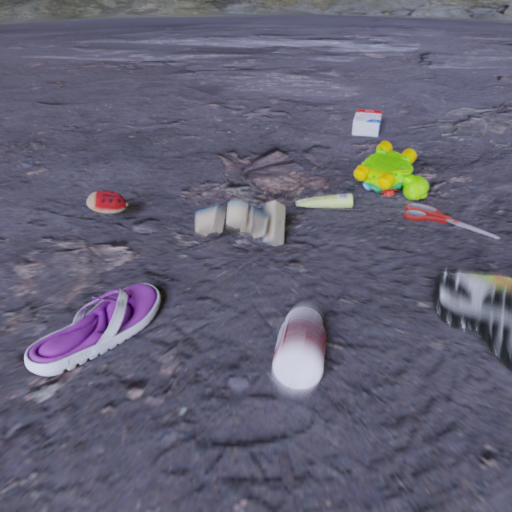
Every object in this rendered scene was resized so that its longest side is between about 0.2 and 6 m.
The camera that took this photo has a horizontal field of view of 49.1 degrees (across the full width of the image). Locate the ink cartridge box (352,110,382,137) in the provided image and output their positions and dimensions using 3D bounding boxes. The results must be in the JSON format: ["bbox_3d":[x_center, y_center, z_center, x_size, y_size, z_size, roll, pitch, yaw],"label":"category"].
[{"bbox_3d":[3.547,-4.252,17.864,0.834,0.483,1.436,7,30,13],"label":"ink cartridge box"}]

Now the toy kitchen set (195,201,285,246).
[{"bbox_3d":[-0.303,-0.729,11.005,1.137,0.836,1.419,-11,-23,38],"label":"toy kitchen set"}]

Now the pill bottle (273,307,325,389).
[{"bbox_3d":[0.634,1.254,7.904,0.682,0.682,1.244,4,24,8],"label":"pill bottle"}]

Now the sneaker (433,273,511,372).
[{"bbox_3d":[3.797,0.833,8.045,1.242,1.075,2.750,-2,20,-17],"label":"sneaker"}]

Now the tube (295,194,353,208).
[{"bbox_3d":[1.543,-1.221,12.749,1.286,0.373,0.334,-2,67,2],"label":"tube"}]

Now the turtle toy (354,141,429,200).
[{"bbox_3d":[3.240,-1.877,13.235,1.785,0.902,1.301,29,63,35],"label":"turtle toy"}]

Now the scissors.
[{"bbox_3d":[4.210,-0.787,12.088,2.155,0.150,0.788,16,31,28],"label":"scissors"}]

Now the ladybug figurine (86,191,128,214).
[{"bbox_3d":[-3.137,-1.159,11.813,0.850,0.306,0.577,3,45,-13],"label":"ladybug figurine"}]

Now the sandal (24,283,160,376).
[{"bbox_3d":[-2.368,0.951,8.551,1.021,0.616,2.508,16,33,26],"label":"sandal"}]
